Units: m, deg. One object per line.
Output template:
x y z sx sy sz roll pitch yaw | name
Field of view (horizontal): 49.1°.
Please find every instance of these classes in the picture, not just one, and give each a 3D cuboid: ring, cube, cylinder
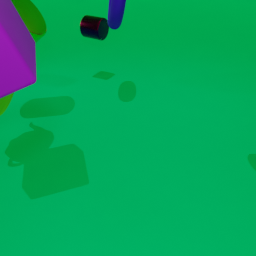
-0.252 -3.301 6.878 0.337 1.686 1.686 6 30 -9 | ring
-1.875 -1.022 3.167 1.195 1.195 1.195 -24 41 0 | cube
-2.752 -2.281 6.405 1.257 1.257 1.257 -30 21 25 | cylinder
-1.123 -3.376 9.429 0.723 0.723 0.723 18 35 22 | cylinder

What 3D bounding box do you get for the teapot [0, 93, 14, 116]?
-2.719 -0.850 5.231 1.019 1.294 2.082 19 26 -8 | teapot
